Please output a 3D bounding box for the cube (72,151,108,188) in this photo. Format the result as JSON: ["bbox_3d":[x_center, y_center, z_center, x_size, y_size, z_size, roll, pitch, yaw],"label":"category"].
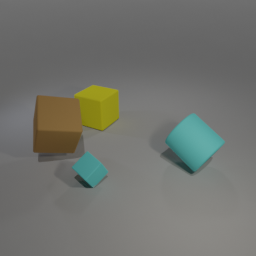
[{"bbox_3d":[-1.172,1.298,8.728,0.700,0.700,0.700,35,74,31],"label":"cube"}]

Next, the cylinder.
[{"bbox_3d":[2.203,0.474,9.302,1.400,1.400,1.400,46,47,16],"label":"cylinder"}]

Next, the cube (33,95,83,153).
[{"bbox_3d":[-2.413,-0.091,9.454,1.400,1.400,1.400,3,54,-22],"label":"cube"}]

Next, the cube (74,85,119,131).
[{"bbox_3d":[-1.336,-0.924,12.283,1.400,1.400,1.400,15,32,26],"label":"cube"}]
